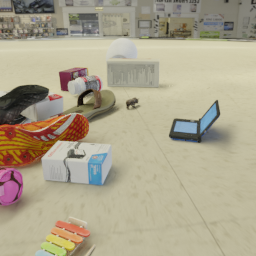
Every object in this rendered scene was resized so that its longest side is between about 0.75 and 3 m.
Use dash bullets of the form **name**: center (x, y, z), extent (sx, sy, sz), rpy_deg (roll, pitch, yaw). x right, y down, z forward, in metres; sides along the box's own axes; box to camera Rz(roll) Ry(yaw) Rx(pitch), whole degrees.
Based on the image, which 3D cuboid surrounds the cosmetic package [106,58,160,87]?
- **cosmetic package**: center (0.284, -2.837, 14.272), extent (2.622, 1.355, 1.144), rpy_deg (3, 22, 5)

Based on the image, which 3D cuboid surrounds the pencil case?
- **pencil case**: center (-2.984, 1.049, 5.371), extent (1.772, 0.804, 0.830), rpy_deg (3, -9, 10)

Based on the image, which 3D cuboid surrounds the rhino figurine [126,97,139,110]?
- **rhino figurine**: center (0.200, -1.005, 10.990), extent (0.255, 0.373, 0.853), rpy_deg (17, 27, 33)

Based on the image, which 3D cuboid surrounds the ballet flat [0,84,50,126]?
- **ballet flat**: center (-2.979, -0.731, 7.811), extent (0.758, 0.648, 2.280), rpy_deg (19, 29, 12)

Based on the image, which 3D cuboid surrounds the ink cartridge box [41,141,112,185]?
- **ink cartridge box**: center (-1.115, 0.756, 6.330), extent (1.341, 0.561, 0.973), rpy_deg (3, 22, 8)

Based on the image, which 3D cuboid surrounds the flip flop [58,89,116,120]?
- **flip flop**: center (-1.427, -0.944, 10.149), extent (1.186, 0.842, 2.924), rpy_deg (8, 26, 30)

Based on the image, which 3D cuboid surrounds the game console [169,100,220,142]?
- **game console**: center (2.008, -0.293, 8.477), extent (1.341, 0.930, 1.572), rpy_deg (6, 22, 13)

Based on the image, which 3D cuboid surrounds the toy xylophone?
- **toy xylophone**: center (-0.926, 1.776, 4.215), extent (0.734, 0.252, 1.002), rpy_deg (7, 23, 16)

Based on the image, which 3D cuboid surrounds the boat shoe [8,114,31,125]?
- **boat shoe**: center (-3.929, -0.179, 8.269), extent (0.903, 0.856, 2.583), rpy_deg (12, 25, 27)

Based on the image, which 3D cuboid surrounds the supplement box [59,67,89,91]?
- **supplement box**: center (-2.604, -2.397, 13.704), extent (0.748, 0.949, 1.449), rpy_deg (9, 23, 25)

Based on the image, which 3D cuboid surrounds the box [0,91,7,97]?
- **box**: center (-4.767, -0.651, 9.360), extent (1.396, 0.917, 1.404), rpy_deg (2, 22, 5)

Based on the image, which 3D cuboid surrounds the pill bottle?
- **pill bottle**: center (-1.937, -1.918, 12.682), extent (1.464, 0.810, 0.810), rpy_deg (-19, 29, -39)

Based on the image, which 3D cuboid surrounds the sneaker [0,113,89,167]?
- **sneaker**: center (-2.413, 0.331, 7.217), extent (2.915, 1.064, 1.125), rpy_deg (-13, 1, -33)

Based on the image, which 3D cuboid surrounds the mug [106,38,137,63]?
- **mug**: center (-0.114, -4.160, 17.169), extent (2.564, 1.893, 2.248), rpy_deg (22, 31, -7)

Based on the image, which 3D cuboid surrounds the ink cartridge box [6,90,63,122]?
- **ink cartridge box**: center (-2.997, -0.824, 9.036), extent (1.498, 0.627, 1.081), rpy_deg (22, 30, 29)
